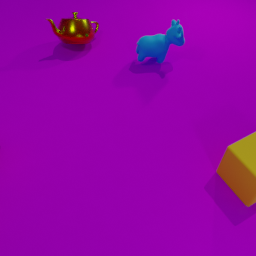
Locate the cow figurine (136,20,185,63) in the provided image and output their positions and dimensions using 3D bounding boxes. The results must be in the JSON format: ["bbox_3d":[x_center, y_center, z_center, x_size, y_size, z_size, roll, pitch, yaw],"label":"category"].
[{"bbox_3d":[0.949,-2.550,8.243,1.369,1.347,0.751,-1,59,-14],"label":"cow figurine"}]

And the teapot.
[{"bbox_3d":[-1.719,-3.183,8.908,1.935,0.948,1.203,-18,29,-38],"label":"teapot"}]

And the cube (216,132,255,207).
[{"bbox_3d":[2.624,0.815,5.783,0.990,0.990,0.990,-24,55,-18],"label":"cube"}]
